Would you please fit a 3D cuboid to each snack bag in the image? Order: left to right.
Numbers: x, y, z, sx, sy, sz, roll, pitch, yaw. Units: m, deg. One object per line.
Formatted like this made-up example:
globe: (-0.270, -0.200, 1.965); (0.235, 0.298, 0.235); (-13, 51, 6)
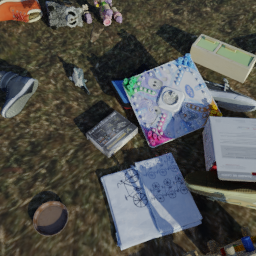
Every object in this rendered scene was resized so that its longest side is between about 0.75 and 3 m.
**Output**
snack bag: (0.595, 2.062, 8.385); (2.532, 0.271, 2.387); (-14, 58, -9)

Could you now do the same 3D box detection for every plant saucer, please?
plant saucer: (-2.210, 2.615, 8.073); (1.001, 0.172, 1.001); (0, 55, -1)

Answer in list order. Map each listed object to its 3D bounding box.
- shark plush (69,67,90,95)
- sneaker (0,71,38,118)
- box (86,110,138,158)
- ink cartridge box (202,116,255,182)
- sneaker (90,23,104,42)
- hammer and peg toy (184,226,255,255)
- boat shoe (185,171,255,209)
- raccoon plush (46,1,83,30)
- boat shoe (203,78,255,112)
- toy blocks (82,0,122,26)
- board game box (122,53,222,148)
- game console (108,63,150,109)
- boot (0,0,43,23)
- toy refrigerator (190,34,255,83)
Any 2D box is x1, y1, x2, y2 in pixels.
shark plush: (-1.789, -1.899, 10.985); (0.550, 0.600, 1.321); (-6, 44, -42)
sneaker: (-4.446, -1.284, 10.260); (1.460, 0.768, 2.020); (21, 48, 1)
box: (-0.543, 0.174, 9.610); (1.132, 0.345, 1.429); (39, 64, 23)
ink cartridge box: (3.754, 0.852, 8.719); (2.515, 1.055, 2.208); (3, 56, 2)
sneaker: (-0.994, -2.922, 8.550); (0.323, 0.346, 0.916); (29, 36, -10)
hammer and peg toy: (2.582, 3.152, 6.909); (2.101, 1.545, 0.741); (-17, 77, -12)
boat shoe: (3.021, 1.904, 8.189); (2.732, 0.859, 0.996); (5, 24, 4)
raccoon plush: (-2.973, -5.518, 13.094); (1.549, 1.119, 2.312); (-9, 56, -15)
boat shoe: (3.417, -1.278, 10.253); (2.528, 0.933, 0.863); (14, 70, 20)
toy blocks: (-1.070, -5.335, 12.595); (1.743, 1.629, 1.467); (-16, 59, -12)
board game box: (1.495, -1.036, 9.755); (2.703, 0.350, 2.702); (-22, 73, -2)
game console: (0.285, -1.600, 10.382); (1.404, 0.967, 1.629); (-41, 58, 19)
boot: (-5.180, -5.397, 13.118); (2.303, 0.864, 1.235); (-23, 64, -16)
toy refrigerator: (3.817, -2.874, 11.366); (2.441, 0.854, 0.927); (30, 61, 19)
